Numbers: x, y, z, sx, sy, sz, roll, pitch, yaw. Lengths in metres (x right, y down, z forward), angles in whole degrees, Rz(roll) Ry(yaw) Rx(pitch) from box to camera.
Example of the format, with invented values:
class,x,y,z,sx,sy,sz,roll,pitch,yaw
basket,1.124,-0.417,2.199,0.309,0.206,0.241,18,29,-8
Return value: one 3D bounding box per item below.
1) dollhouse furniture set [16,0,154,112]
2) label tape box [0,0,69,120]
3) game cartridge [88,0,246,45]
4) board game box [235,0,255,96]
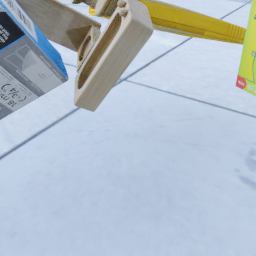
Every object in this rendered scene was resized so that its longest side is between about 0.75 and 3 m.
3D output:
class,x,y,z,sx,sy,sz,roll,pitch,yaw
dollhouse furniture set,-1.040,-1.661,4.359,1.757,2.051,2.156,19,43,-27
label tape box,-2.497,-0.895,4.469,2.478,1.787,0.784,-28,57,7
game cartridge,0.853,-2.515,6.615,2.966,0.481,2.615,5,19,-28
board game box,2.411,-1.478,4.026,0.578,2.429,1.234,-27,45,-22
